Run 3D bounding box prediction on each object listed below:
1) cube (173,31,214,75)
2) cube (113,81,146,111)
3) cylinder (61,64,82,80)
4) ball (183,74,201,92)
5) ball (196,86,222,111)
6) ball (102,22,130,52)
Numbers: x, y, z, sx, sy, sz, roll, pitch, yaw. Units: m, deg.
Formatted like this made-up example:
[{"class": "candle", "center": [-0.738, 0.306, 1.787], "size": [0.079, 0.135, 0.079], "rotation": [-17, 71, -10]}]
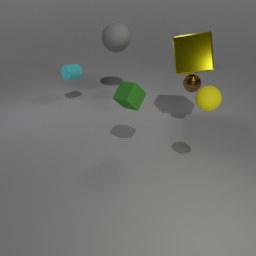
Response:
[{"class": "cube", "center": [2.575, -2.877, 10.943], "size": [1.400, 1.400, 1.400], "rotation": [-4, 11, 16]}, {"class": "cube", "center": [0.057, -1.087, 9.445], "size": [0.700, 0.700, 0.700], "rotation": [15, 75, 43]}, {"class": "cylinder", "center": [-2.648, -2.626, 13.178], "size": [0.700, 0.700, 0.700], "rotation": [25, 30, 36]}, {"class": "ball", "center": [2.483, -1.734, 10.845], "size": [0.700, 0.700, 0.700], "rotation": [0, 30, 0]}, {"class": "ball", "center": [2.267, -0.835, 7.889], "size": [0.700, 0.700, 0.700], "rotation": [0, 30, 0]}, {"class": "ball", "center": [-0.577, -4.438, 13.757], "size": [1.400, 1.400, 1.400], "rotation": [0, 30, 0]}]
